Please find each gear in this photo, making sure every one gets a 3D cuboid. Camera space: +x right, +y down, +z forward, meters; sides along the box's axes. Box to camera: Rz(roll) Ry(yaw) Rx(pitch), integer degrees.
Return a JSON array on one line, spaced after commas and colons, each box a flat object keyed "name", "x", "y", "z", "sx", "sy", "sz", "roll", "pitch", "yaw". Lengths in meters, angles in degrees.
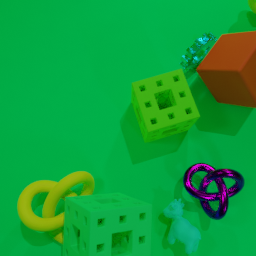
[{"name": "gear", "x": 1.815, "y": -1.944, "z": 7.217, "sx": 1.096, "sy": 1.096, "sz": 0.203, "roll": -38, "pitch": 72, "yaw": -9}]

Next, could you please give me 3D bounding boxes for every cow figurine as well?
[{"name": "cow figurine", "x": 1.219, "y": 2.157, "z": 6.281, "sx": 0.996, "sy": 0.547, "sz": 0.980, "roll": 18, "pitch": 94, "yaw": 40}]

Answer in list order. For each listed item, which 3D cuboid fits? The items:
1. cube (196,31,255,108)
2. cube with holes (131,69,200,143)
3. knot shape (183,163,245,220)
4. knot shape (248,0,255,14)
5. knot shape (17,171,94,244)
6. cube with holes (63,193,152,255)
[{"name": "cube", "x": 2.685, "y": -1.394, "z": 6.713, "sx": 1.248, "sy": 1.248, "sz": 1.248, "roll": 45, "pitch": 76, "yaw": -32}, {"name": "cube with holes", "x": 0.828, "y": -0.482, "z": 6.769, "sx": 1.201, "sy": 1.201, "sz": 1.201, "roll": -17, "pitch": 76, "yaw": -4}, {"name": "knot shape", "x": 1.835, "y": 1.302, "z": 6.327, "sx": 1.220, "sy": 0.602, "sz": 1.304, "roll": 34, "pitch": 109, "yaw": 21}, {"name": "knot shape", "x": 3.838, "y": -3.565, "z": 7.445, "sx": 1.523, "sy": 1.425, "sz": 0.704, "roll": -7, "pitch": 70, "yaw": -12}, {"name": "knot shape", "x": -1.430, "y": 1.879, "z": 6.252, "sx": 1.738, "sy": 0.803, "sz": 1.626, "roll": -19, "pitch": 97, "yaw": -18}, {"name": "cube with holes", "x": -0.438, "y": 2.090, "z": 5.558, "sx": 1.292, "sy": 1.292, "sz": 1.292, "roll": 3, "pitch": 87, "yaw": -32}]
